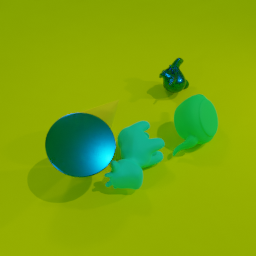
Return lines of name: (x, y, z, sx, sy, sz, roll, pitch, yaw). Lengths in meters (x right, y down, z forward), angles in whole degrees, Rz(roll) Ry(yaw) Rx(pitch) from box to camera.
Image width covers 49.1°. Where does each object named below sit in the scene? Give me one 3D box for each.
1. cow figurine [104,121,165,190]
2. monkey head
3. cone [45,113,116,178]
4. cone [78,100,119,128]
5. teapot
cow figurine: (0.048, 0.618, 6.400, 1.569, 0.875, 1.595, -18, 45, -18)
monkey head: (1.458, -1.543, 8.400, 0.807, 0.964, 1.340, 51, 28, 20)
cone: (-1.058, 0.588, 6.127, 1.378, 1.383, 1.378, 5, 64, -10)
cone: (-0.589, -0.286, 6.714, 1.147, 1.152, 1.147, 37, 24, -20)
teapot: (1.621, -0.136, 7.052, 0.968, 1.229, 1.976, -11, 44, 42)
